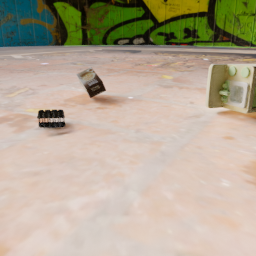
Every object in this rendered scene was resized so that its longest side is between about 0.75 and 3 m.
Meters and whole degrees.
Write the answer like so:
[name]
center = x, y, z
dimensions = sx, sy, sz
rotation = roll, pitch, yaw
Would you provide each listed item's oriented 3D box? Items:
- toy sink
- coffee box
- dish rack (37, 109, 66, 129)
[toy sink]
center = 3.940, -1.339, 9.261
dimensions = 2.310, 1.506, 1.294
rotation = -5, 16, -23
[coffee box]
center = -1.547, -1.908, 11.684
dimensions = 0.763, 0.532, 1.334
rotation = -29, 45, -9
[dish rack]
center = -2.204, -0.215, 8.090
dimensions = 0.819, 0.291, 1.068
rotation = -3, 32, -16
